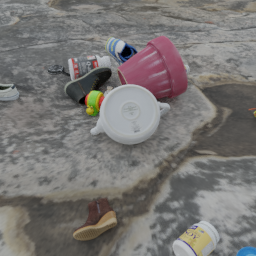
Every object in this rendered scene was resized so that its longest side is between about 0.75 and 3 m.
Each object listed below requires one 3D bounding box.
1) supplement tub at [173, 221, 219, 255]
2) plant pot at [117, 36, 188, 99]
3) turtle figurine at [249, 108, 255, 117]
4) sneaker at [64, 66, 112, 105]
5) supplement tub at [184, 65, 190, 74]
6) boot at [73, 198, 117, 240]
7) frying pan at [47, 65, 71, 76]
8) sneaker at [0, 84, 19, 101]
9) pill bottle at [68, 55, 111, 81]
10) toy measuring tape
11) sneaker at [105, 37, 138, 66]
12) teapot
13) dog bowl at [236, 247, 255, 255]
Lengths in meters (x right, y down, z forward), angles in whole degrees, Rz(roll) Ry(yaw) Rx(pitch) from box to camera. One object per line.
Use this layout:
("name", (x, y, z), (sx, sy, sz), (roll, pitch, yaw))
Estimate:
("supplement tub", (1.662, 2.800, 6.792), (0.998, 0.725, 0.725), (-28, 47, -31))
("plant pot", (0.892, -2.227, 11.793), (2.297, 2.566, 2.566), (-24, 43, -6))
("turtle figurine", (5.240, -0.358, 10.947), (1.091, 0.351, 0.880), (13, 47, -14))
("sneaker", (-1.487, -1.826, 12.483), (2.394, 0.895, 1.272), (-32, 53, -21))
("supplement tub", (2.483, -2.716, 13.280), (0.750, 0.546, 0.546), (-14, 41, -23))
("boot", (-0.961, 2.443, 7.596), (1.218, 0.441, 1.013), (-16, 30, -16))
("frying pan", (-3.557, -2.894, 14.222), (0.886, 0.238, 1.465), (-22, 41, -24))
("sneaker", (-5.874, -1.611, 12.196), (2.091, 0.740, 0.764), (-6, 40, -7))
("pill bottle", (-1.831, -2.894, 13.490), (1.910, 1.107, 1.107), (-12, 41, -13))
("toy measuring tape", (-1.175, -1.384, 11.863), (0.880, 0.880, 2.392), (12, 41, 15))
("sneaker", (0.035, -3.237, 12.951), (1.023, 0.920, 2.488), (23, -1, 40))
("teapot", (0.091, -0.385, 10.058), (2.257, 1.648, 2.228), (27, 76, 5))
("dog bowl", (3.157, 3.373, 6.380), (1.457, 0.361, 0.812), (27, 46, 28))
